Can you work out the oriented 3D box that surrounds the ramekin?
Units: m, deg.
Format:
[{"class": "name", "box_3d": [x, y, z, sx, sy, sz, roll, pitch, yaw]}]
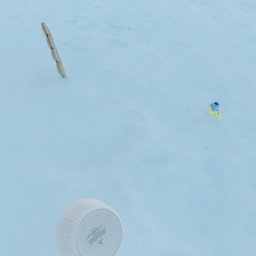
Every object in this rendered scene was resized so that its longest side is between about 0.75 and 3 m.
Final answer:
[{"class": "ramekin", "box_3d": [-0.660, 1.981, 5.254, 1.269, 1.269, 0.591, -34, 12, -34]}]

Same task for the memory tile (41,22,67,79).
[{"class": "memory tile", "box_3d": [-2.739, -2.823, 10.399, 0.163, 1.947, 1.493, -20, 8, -4]}]

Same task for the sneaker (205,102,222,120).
[{"class": "sneaker", "box_3d": [2.748, -0.541, 8.671, 0.855, 0.449, 0.324, 15, 19, -49]}]
